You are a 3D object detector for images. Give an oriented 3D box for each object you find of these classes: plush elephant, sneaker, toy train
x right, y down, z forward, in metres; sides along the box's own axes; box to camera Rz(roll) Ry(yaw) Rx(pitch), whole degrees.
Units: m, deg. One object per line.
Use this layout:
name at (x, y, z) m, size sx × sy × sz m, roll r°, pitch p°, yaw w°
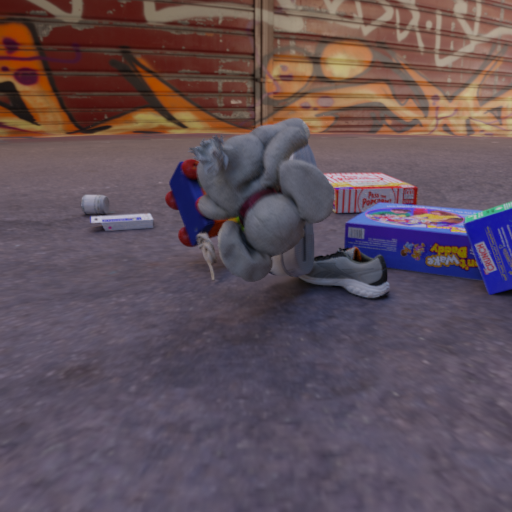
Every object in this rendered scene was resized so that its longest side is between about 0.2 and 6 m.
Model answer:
plush elephant at (0.127, -0.817, 8.277) m, size 2.036 × 1.914 × 2.472 m, roll -35°, pitch -5°, yaw 19°
sneaker at (1.394, 0.160, 9.480) m, size 1.889 × 0.749 × 0.698 m, roll 11°, pitch 21°, yaw 38°
toy train at (-0.614, -0.606, 10.646) m, size 1.513 × 1.107 × 2.616 m, roll -2°, pitch 55°, yaw -34°
sneaker at (0.497, -0.825, 9.591) m, size 0.858 × 2.424 × 0.885 m, roll -7°, pitch -20°, yaw 38°

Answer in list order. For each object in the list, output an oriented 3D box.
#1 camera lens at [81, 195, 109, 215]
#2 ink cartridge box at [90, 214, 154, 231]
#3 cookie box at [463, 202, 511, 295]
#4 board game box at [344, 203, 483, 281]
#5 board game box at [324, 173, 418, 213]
camera lens at (-4.403, -1.392, 15.286) m, size 0.659 × 0.527 × 0.527 m, roll 2°, pitch 16°, yaw 7°
ink cartridge box at (-3.311, -0.829, 13.804) m, size 1.497 × 0.278 × 0.709 m, roll -2°, pitch 16°, yaw -16°
cookie box at (4.291, -0.232, 8.998) m, size 1.515 × 1.296 × 0.569 m, roll -19°, pitch 5°, yaw 24°
board game box at (3.838, -0.326, 11.012) m, size 3.615 × 0.809 × 2.431 m, roll 8°, pitch 18°, yaw 26°
board game box at (3.119, -1.927, 16.797) m, size 2.334 × 0.713 × 3.081 m, roll -2°, pitch 16°, yaw -7°
